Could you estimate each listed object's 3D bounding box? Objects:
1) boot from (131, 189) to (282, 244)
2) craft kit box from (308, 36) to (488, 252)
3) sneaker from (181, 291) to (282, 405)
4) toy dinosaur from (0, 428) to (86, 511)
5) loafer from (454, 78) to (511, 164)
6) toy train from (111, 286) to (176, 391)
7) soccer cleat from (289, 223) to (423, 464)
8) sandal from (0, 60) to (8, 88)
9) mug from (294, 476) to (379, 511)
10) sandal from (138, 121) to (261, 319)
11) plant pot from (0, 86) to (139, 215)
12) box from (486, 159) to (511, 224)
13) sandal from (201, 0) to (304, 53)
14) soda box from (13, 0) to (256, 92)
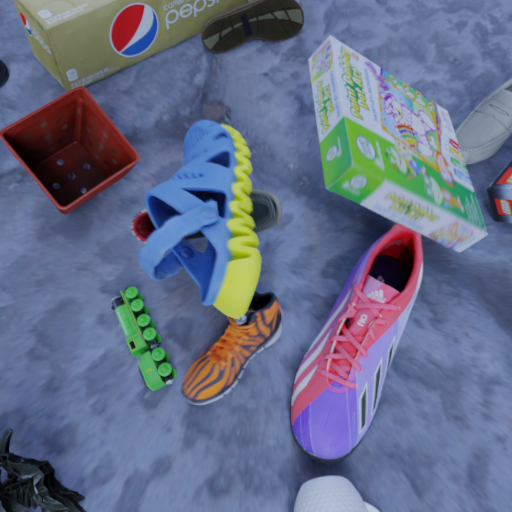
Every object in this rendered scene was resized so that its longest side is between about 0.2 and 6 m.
[{"bbox_3d":[-0.719,-0.517,8.103,1.875,0.677,1.416,1,15,33],"label":"boot"},{"bbox_3d":[1.924,-1.555,7.784,2.500,0.614,2.531,18,50,-27],"label":"craft kit box"},{"bbox_3d":[-0.361,1.091,7.450,0.702,1.014,1.809,29,56,27],"label":"sneaker"},{"bbox_3d":[-3.417,3.180,5.862,3.635,1.857,2.467,45,82,2],"label":"toy dinosaur"},{"bbox_3d":[4.313,-2.547,10.011,0.882,0.881,2.523,38,64,22],"label":"loafer"},{"bbox_3d":[-1.621,1.146,7.926,0.469,0.347,1.663,-28,60,-6],"label":"toy train"},{"bbox_3d":[1.379,1.009,7.397,1.162,1.247,3.408,23,57,14],"label":"soccer cleat"},{"bbox_3d":[-5.514,-3.289,10.810,0.653,0.368,1.717,31,62,19],"label":"sandal"},{"bbox_3d":[1.002,3.159,6.324,1.271,0.938,1.114,16,45,-26],"label":"mug"},{"bbox_3d":[-0.753,-0.665,6.940,1.309,1.195,3.006,9,45,-18],"label":"sandal"},{"bbox_3d":[-2.939,-1.494,8.906,1.469,1.296,1.471,-40,92,-23],"label":"plant pot"},{"bbox_3d":[5.802,-1.928,9.041,4.083,0.709,2.247,-43,32,-24],"label":"box"},{"bbox_3d":[-0.101,-4.841,11.688,2.249,0.919,0.614,-21,37,-5],"label":"sandal"},{"bbox_3d":[-2.255,-5.241,11.406,4.772,1.527,1.616,-34,62,-19],"label":"soda box"}]
